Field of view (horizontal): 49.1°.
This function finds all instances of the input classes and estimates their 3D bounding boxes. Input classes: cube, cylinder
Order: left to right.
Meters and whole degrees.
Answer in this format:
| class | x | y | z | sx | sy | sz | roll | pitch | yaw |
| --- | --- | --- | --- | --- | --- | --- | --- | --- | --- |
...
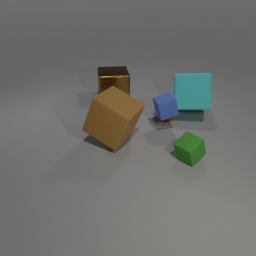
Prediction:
| class | x | y | z | sx | sy | sz | roll | pitch | yaw |
| --- | --- | --- | --- | --- | --- | --- | --- | --- | --- |
| cube | -0.683 | -2.002 | 13.114 | 1.400 | 1.400 | 1.400 | -4 | 30 | -7 |
| cube | -0.492 | -0.369 | 9.700 | 1.400 | 1.400 | 1.400 | 32 | 34 | 10 |
| cylinder | 1.499 | -0.691 | 11.548 | 0.700 | 0.700 | 0.700 | -4 | 30 | -8 |
| cube | 1.405 | -0.814 | 10.486 | 0.700 | 0.700 | 0.700 | -18 | 31 | -5 |
| cube | 1.992 | 0.670 | 9.026 | 0.700 | 0.700 | 0.700 | -39 | 43 | -22 |
| cube | 2.598 | -1.465 | 11.480 | 1.400 | 1.400 | 1.400 | 1 | 5 | 8 |
